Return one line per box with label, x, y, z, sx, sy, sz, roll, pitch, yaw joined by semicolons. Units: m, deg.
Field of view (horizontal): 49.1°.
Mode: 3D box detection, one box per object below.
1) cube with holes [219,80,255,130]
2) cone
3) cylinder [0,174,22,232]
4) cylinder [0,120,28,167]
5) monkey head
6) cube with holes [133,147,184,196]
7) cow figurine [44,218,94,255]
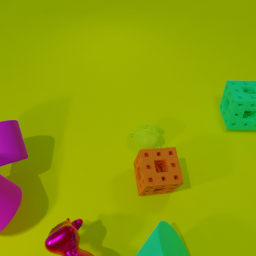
cube with holes;3.512;-0.700;8.469;1.062;1.062;1.062;1;42;1
cone;0.379;3.045;5.919;1.591;1.585;1.585;-31;53;15
cylinder;-3.331;1.567;6.255;1.324;1.324;1.324;-27;36;22
cylinder;-3.195;0.424;7.112;1.042;1.042;1.042;-17;90;-12
monkey head;0.618;0.254;8.190;1.205;0.726;0.867;32;27;28
cube with holes;0.730;1.117;7.115;0.932;0.932;0.932;-3;64;-11
cow figurine;-1.006;2.812;5.798;0.956;1.742;1.714;-32;30;-9
